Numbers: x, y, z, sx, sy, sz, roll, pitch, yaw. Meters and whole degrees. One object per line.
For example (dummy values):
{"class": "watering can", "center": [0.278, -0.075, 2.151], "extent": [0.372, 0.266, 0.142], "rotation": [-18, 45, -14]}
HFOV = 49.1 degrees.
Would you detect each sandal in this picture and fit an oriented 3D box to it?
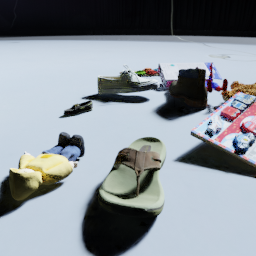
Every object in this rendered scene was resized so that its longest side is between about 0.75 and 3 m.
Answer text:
{"class": "sandal", "center": [0.162, 0.694, 5.512], "extent": [1.186, 0.852, 2.987], "rotation": [3, 22, 8]}

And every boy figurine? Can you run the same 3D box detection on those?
{"class": "boy figurine", "center": [-1.728, 0.727, 5.746], "extent": [1.265, 0.656, 2.035], "rotation": [11, 22, 20]}

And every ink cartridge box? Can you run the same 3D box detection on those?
{"class": "ink cartridge box", "center": [2.912, -2.537, 13.374], "extent": [2.722, 0.571, 1.624], "rotation": [-4, 41, -3]}

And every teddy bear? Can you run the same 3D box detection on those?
{"class": "teddy bear", "center": [4.665, -1.305, 10.495], "extent": [2.528, 0.844, 1.833], "rotation": [-6, 25, -14]}

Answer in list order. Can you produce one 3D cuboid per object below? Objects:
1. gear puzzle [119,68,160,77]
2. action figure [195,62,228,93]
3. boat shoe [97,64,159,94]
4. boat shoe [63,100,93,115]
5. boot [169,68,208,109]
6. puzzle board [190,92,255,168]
{"class": "gear puzzle", "center": [0.839, -3.217, 15.818], "extent": [2.728, 0.357, 1.413], "rotation": [-5, 23, -11]}
{"class": "action figure", "center": [3.209, -2.077, 11.341], "extent": [0.902, 1.368, 2.764], "rotation": [-2, 6, 0]}
{"class": "boat shoe", "center": [-0.048, -2.044, 11.510], "extent": [2.645, 1.128, 0.977], "rotation": [0, 17, 20]}
{"class": "boat shoe", "center": [-1.710, -0.693, 9.620], "extent": [1.135, 0.342, 0.405], "rotation": [-18, 28, -37]}
{"class": "boot", "center": [2.380, -1.814, 10.983], "extent": [1.067, 1.385, 2.857], "rotation": [-4, 23, -13]}
{"class": "puzzle board", "center": [3.261, -0.058, 7.121], "extent": [2.182, 0.252, 2.896], "rotation": [29, 43, 31]}
